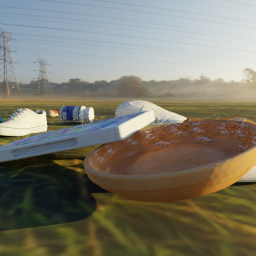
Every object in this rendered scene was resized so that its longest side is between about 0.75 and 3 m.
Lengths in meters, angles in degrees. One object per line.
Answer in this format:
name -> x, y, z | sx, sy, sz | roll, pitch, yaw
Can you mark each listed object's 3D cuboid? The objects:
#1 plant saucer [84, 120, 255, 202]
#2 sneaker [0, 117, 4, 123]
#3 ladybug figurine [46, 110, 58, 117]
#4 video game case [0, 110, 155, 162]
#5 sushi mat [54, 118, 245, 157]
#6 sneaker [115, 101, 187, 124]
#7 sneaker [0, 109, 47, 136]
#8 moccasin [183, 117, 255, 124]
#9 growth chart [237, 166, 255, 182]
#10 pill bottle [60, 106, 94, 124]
plant saucer -> 0.497, 0.308, 3.118 | 1.945, 0.364, 1.945 | -11, 11, 2
sneaker -> -4.060, -0.139, 7.028 | 1.008, 0.858, 2.211 | 6, 9, 17
ladybug figurine -> -4.150, -0.802, 15.239 | 0.632, 0.335, 0.931 | 0, 6, -2
video game case -> -0.871, 0.119, 4.459 | 2.312, 0.208, 1.655 | -11, 6, 21
sushi mat -> 0.322, 0.172, 4.615 | 2.921, 0.177, 1.398 | -1, 22, 26
sneaker -> 0.659, -0.118, 5.996 | 1.813, 0.668, 1.048 | 12, 12, -10
sneaker -> -2.978, -0.183, 7.717 | 0.726, 0.704, 1.988 | 2, 6, 16
moccasin -> 1.847, 0.109, 5.296 | 1.712, 0.626, 0.661 | 6, 25, -23
growth chart -> 0.789, 0.437, 4.309 | 1.869, 0.229, 2.582 | -1, 7, -18
pill bottle -> -1.984, -0.513, 10.913 | 1.194, 0.691, 0.691 | 1, 6, 11
